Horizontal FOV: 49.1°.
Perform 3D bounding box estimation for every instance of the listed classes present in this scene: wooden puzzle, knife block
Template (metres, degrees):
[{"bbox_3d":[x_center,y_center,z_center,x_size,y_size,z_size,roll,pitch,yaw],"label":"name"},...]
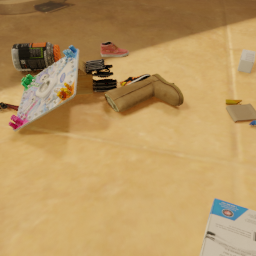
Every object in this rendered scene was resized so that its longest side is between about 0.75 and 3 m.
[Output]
[{"bbox_3d":[4.432,-0.597,10.871,1.083,0.188,1.605,-3,42,3],"label":"wooden puzzle"},{"bbox_3d":[-1.927,-1.912,11.969,2.757,2.420,0.882,-39,34,25],"label":"knife block"}]

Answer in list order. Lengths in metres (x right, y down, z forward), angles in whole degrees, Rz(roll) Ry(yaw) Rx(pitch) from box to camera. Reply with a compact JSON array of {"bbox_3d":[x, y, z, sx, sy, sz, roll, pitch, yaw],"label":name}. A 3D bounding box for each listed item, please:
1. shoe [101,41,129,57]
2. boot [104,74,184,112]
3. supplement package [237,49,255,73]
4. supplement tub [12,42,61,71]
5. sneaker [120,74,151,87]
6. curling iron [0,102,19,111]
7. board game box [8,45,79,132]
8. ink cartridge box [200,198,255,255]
[{"bbox_3d":[-0.680,-4.023,14.282,1.463,0.666,0.523,-3,42,-3],"label":"shoe"},{"bbox_3d":[0.625,-1.156,11.101,2.460,0.814,2.155,-24,43,-21],"label":"boot"},{"bbox_3d":[5.671,-3.197,13.388,0.611,0.635,1.116,16,44,15],"label":"supplement package"},{"bbox_3d":[-4.227,-3.340,13.096,2.042,1.251,1.251,-4,42,-5],"label":"supplement tub"},{"bbox_3d":[0.329,-2.107,12.268,1.478,0.517,0.665,-28,52,-25],"label":"sneaker"},{"bbox_3d":[-4.280,-0.684,10.901,1.906,0.244,0.472,13,44,15],"label":"curling iron"},{"bbox_3d":[-3.059,-1.540,10.280,2.849,0.369,2.849,-26,44,20],"label":"board game box"},{"bbox_3d":[2.485,2.961,6.314,1.656,0.956,2.268,16,45,17],"label":"ink cartridge box"}]
